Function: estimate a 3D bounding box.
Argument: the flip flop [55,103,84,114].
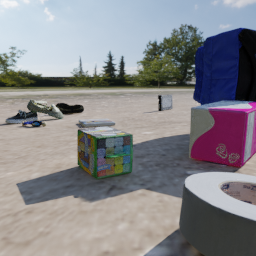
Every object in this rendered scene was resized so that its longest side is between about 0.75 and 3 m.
[{"bbox_3d":[-2.849,-0.922,13.630,1.394,0.565,0.401,-2,-6,-20],"label":"flip flop"}]

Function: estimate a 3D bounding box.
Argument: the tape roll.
[{"bbox_3d":[1.291,0.893,2.850,1.488,0.492,1.488,6,6,-1],"label":"tape roll"}]

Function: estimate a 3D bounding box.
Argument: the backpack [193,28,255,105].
[{"bbox_3d":[3.351,-1.266,8.720,2.362,2.907,2.440,-3,4,-28],"label":"backpack"}]

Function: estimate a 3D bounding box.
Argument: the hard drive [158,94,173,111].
[{"bbox_3d":[2.055,-1.400,15.276,0.227,0.837,1.198,4,10,38],"label":"hard drive"}]

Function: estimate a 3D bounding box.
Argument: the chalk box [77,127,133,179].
[{"bbox_3d":[-0.382,0.446,5.137,0.750,0.746,1.205,-4,12,-29],"label":"chalk box"}]

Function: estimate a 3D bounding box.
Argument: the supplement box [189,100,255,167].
[{"bbox_3d":[2.360,0.003,6.451,1.130,1.154,2.233,8,12,35],"label":"supplement box"}]

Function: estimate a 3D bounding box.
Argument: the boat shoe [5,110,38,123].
[{"bbox_3d":[-4.165,-0.472,11.022,0.526,0.486,1.424,8,13,37],"label":"boat shoe"}]

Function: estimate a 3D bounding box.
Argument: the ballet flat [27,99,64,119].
[{"bbox_3d":[-3.314,-0.796,11.571,1.626,0.518,0.548,15,24,-36],"label":"ballet flat"}]

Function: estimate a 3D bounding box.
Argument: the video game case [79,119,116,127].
[{"bbox_3d":[-1.183,-0.202,10.544,1.169,0.134,1.065,-3,10,-21],"label":"video game case"}]

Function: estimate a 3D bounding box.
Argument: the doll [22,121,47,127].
[{"bbox_3d":[-3.341,-0.167,10.107,0.858,0.208,0.586,2,11,10],"label":"doll"}]
